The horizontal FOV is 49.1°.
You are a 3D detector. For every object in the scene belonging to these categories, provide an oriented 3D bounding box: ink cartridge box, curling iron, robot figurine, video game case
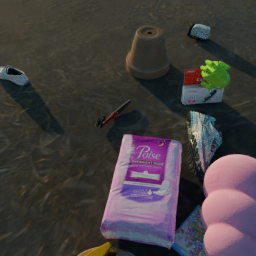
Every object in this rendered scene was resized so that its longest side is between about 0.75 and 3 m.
[{"bbox_3d":[2.693,-1.476,9.947,1.457,1.264,0.317,-5,40,-3],"label":"ink cartridge box"},{"bbox_3d":[-0.458,-0.516,9.732,0.227,0.439,1.773,36,52,24],"label":"curling iron"},{"bbox_3d":[2.969,-1.767,9.453,1.026,1.169,0.676,-51,27,6],"label":"robot figurine"},{"bbox_3d":[1.802,2.752,7.148,0.974,0.121,1.361,37,59,27],"label":"video game case"}]

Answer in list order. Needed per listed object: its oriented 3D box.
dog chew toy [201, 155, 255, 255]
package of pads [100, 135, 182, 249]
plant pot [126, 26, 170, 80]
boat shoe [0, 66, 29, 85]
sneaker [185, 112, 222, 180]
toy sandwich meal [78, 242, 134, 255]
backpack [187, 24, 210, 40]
[{"bbox_3d":[2.537,2.004,6.699,1.750,1.750,2.811,18,51,15],"label":"dog chew toy"},{"bbox_3d":[0.469,1.582,7.456,1.746,1.096,2.898,6,50,10],"label":"package of pads"},{"bbox_3d":[0.798,-3.098,11.126,1.825,1.591,1.825,-1,50,1],"label":"plant pot"},{"bbox_3d":[-4.662,-2.178,11.028,1.618,0.532,0.582,26,55,20],"label":"boat shoe"},{"bbox_3d":[2.412,0.442,8.576,1.061,0.954,2.457,5,50,0],"label":"sneaker"},{"bbox_3d":[-0.592,3.562,5.897,2.393,0.820,2.393,2,47,-2],"label":"toy sandwich meal"},{"bbox_3d":[3.305,-4.440,12.906,0.925,0.586,0.772,25,53,18],"label":"backpack"}]
